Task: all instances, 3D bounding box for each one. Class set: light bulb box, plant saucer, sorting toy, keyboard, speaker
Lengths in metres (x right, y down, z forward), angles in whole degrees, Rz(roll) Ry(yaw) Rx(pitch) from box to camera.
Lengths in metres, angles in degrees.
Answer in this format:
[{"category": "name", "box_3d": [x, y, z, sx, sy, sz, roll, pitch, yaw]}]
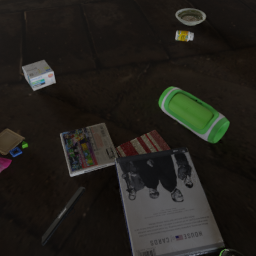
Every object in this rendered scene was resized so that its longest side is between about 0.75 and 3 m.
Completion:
[{"category": "light bulb box", "box_3d": [-3.517, -2.099, 11.080, 0.947, 0.596, 0.956, -25, 53, -22]}, {"category": "plant saucer", "box_3d": [3.232, -5.699, 14.540, 1.550, 0.389, 1.550, 0, 47, -1]}, {"category": "sorting toy", "box_3d": [-3.912, 0.464, 8.997, 1.574, 0.214, 0.887, 25, 48, 21]}, {"category": "keyboard", "box_3d": [-1.516, 2.165, 6.930, 0.314, 0.824, 1.582, 40, 78, -10]}, {"category": "speaker", "box_3d": [2.141, -0.478, 9.330, 1.019, 1.019, 2.305, -34, 56, -27]}]

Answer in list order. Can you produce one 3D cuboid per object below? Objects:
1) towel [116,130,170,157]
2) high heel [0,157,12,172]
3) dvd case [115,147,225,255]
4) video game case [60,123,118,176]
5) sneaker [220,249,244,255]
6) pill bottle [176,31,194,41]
[{"category": "towel", "box_3d": [0.515, 0.746, 8.766, 1.533, 0.174, 1.105, -23, 53, -17]}, {"category": "high heel", "box_3d": [-4.031, 0.880, 8.471, 1.051, 0.354, 0.504, 34, 66, 21]}, {"category": "dvd case", "box_3d": [0.955, 1.918, 7.468, 2.224, 0.366, 2.959, -8, 51, -7]}, {"category": "video game case", "box_3d": [-1.238, 0.630, 8.854, 1.522, 0.192, 1.671, -14, 50, -13]}, {"category": "sneaker", "box_3d": [2.753, 3.311, 6.001, 0.675, 0.736, 1.758, -28, 53, -23]}, {"category": "pill bottle", "box_3d": [2.680, -4.360, 13.272, 0.790, 0.445, 0.445, 7, 48, 5]}]
